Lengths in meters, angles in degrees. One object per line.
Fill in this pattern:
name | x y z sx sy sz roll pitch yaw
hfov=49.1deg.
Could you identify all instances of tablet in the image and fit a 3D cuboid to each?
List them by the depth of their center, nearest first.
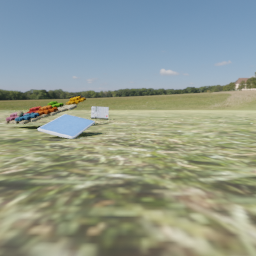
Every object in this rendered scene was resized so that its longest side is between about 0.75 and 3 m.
tablet | -1.279 -0.047 6.052 0.804 0.084 1.236 13 20 10

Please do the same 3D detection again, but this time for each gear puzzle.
gear puzzle | -2.401 -0.667 8.840 1.400 0.354 2.703 3 19 44

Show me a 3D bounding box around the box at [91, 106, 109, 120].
box | -1.305 -0.697 13.024 0.788 0.615 0.162 2 -30 -5
